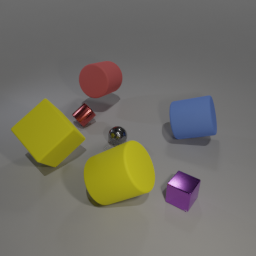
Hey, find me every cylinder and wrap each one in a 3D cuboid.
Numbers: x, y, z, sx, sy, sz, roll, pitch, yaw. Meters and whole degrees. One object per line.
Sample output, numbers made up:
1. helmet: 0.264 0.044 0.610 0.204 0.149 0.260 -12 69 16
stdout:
1. cylinder: -0.217 1.208 7.494 1.400 1.400 1.400 -24 22 28
2. cylinder: 2.345 -0.361 10.006 1.400 1.400 1.400 -8 28 24
3. cylinder: -1.763 -0.524 11.229 0.700 0.700 0.700 -44 44 -5
4. cylinder: -1.139 -2.085 11.939 1.400 1.400 1.400 14 22 20

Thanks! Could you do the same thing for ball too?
1. ball: -0.374 0.279 10.168 0.700 0.700 0.700 0 32 0

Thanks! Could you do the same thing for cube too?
1. cube: 1.536 1.758 7.841 0.700 0.700 0.700 21 38 29
2. cube: -2.439 0.201 8.798 1.400 1.400 1.400 -43 75 -5
